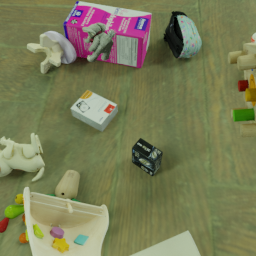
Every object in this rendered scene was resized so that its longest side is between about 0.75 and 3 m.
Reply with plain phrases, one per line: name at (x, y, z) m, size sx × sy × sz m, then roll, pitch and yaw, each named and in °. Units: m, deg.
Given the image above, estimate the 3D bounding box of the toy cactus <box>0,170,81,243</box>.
toy cactus at (-1.780, 1.974, 7.076) m, size 2.573 × 1.316 × 2.123 m, roll 3°, pitch 47°, yaw 12°

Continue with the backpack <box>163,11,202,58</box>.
backpack at (2.022, -3.367, 10.400) m, size 1.000 × 1.318 × 1.579 m, roll -9°, pitch 63°, yaw -11°

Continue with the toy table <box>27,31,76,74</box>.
toy table at (-2.742, -2.735, 9.968) m, size 1.598 × 1.469 × 0.936 m, roll 23°, pitch 43°, yaw 25°

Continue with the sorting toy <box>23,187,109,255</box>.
sorting toy at (-0.801, 1.416, 3.509) m, size 1.204 × 0.643 × 1.084 m, roll 22°, pitch 17°, yaw -28°

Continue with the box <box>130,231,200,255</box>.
box at (0.533, 3.273, 6.013) m, size 2.105 × 1.346 × 1.147 m, roll -18°, pitch 59°, yaw -11°

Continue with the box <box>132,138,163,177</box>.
box at (0.522, 0.830, 7.831) m, size 0.765 × 0.934 × 0.402 m, roll 33°, pitch 63°, yaw 19°

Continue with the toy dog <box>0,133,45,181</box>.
toy dog at (-3.165, 0.884, 7.891) m, size 1.454 × 1.015 × 1.410 m, roll -15°, pitch 96°, yaw -11°

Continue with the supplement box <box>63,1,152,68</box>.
supplement box at (-0.693, -3.410, 10.263) m, size 2.864 × 1.480 × 1.449 m, roll 12°, pitch 57°, yaw 6°

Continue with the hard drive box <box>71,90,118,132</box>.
hard drive box at (-1.072, -0.571, 9.021) m, size 1.189 × 0.457 × 0.927 m, roll 27°, pitch 62°, yaw 16°

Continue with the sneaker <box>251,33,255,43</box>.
sneaker at (5.020, -2.830, 10.308) m, size 1.380 × 1.040 × 2.953 m, roll 29°, pitch 63°, yaw 38°

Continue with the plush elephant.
plush elephant at (-0.896, -2.542, 7.984) m, size 0.865 × 1.117 × 0.920 m, roll 44°, pitch 39°, yaw 11°

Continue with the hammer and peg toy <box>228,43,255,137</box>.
hammer and peg toy at (2.715, -0.965, 6.146) m, size 0.917 × 1.912 × 2.600 m, roll -5°, pitch 17°, yaw 14°
